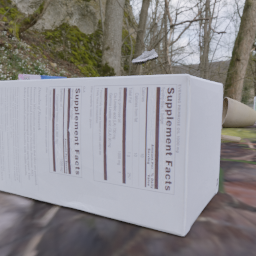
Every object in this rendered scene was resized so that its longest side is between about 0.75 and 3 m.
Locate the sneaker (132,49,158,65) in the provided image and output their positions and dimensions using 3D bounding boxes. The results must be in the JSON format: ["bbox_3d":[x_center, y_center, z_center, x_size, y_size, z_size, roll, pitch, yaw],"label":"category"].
[{"bbox_3d":[0.581,-2.545,10.036,0.949,0.389,0.355,-18,-7,-4],"label":"sneaker"}]

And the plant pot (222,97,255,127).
[{"bbox_3d":[4.542,-0.529,11.549,1.331,1.246,1.246,12,6,1],"label":"plant pot"}]

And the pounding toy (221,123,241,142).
[{"bbox_3d":[1.669,-0.121,7.461,1.885,1.340,1.735,-3,-7,-41],"label":"pounding toy"}]

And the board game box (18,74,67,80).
[{"bbox_3d":[-3.944,-1.318,13.207,0.494,2.266,2.277,5,8,44],"label":"board game box"}]

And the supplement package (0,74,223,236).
[{"bbox_3d":[-0.260,0.111,3.306,2.420,1.325,1.376,4,7,28],"label":"supplement package"}]

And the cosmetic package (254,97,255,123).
[{"bbox_3d":[7.249,-0.816,12.986,1.048,1.329,2.471,-3,5,-35],"label":"cosmetic package"}]
